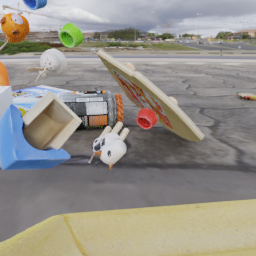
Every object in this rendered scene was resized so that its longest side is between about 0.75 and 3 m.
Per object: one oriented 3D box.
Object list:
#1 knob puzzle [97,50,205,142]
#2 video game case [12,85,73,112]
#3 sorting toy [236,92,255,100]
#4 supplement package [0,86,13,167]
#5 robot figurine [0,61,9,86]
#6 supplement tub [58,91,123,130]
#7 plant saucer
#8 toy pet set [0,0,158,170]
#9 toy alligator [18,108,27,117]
[{"bbox_3d":[0.733,-0.634,6.630,0.420,3.032,3.032,-49,29,-4],"label":"knob puzzle"},{"bbox_3d":[-2.842,-0.809,9.273,2.343,0.587,2.584,13,21,23],"label":"video game case"},{"bbox_3d":[5.027,-1.306,11.804,0.573,0.201,1.188,0,17,1],"label":"sorting toy"},{"bbox_3d":[-3.071,-0.072,5.924,0.973,1.366,1.754,-3,18,-9],"label":"supplement package"},{"bbox_3d":[-5.186,-1.693,10.170,1.583,1.953,2.715,-15,34,-18],"label":"robot figurine"},{"bbox_3d":[-1.041,-0.502,7.819,1.728,1.059,1.059,-3,18,-10],"label":"supplement tub"},{"bbox_3d":[0.776,0.985,2.080,3.000,0.727,2.999,-2,-12,-7],"label":"plant saucer"},{"bbox_3d":[-1.172,-0.182,3.832,2.127,2.278,1.210,-27,23,49],"label":"toy pet set"},{"bbox_3d":[-3.252,-0.208,7.483,2.412,0.654,0.715,14,-22,21],"label":"toy alligator"}]
